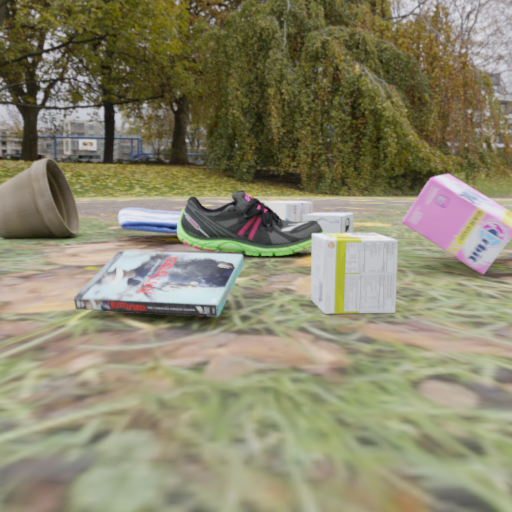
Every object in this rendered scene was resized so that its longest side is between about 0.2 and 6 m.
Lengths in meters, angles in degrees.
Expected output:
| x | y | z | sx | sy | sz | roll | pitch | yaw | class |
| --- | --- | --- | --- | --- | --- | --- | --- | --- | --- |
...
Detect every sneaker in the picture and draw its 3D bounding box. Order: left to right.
| x | y | z | sx | sy | sz | roll | pitch | yaw | class |
| --- | --- | --- | --- | --- | --- | --- | --- | --- | --- |
| -0.074 | -0.624 | 10.574 | 2.799 | 1.172 | 1.074 | 4 | 8 | -5 | sneaker |

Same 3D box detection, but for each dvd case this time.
| x | y | z | sx | sy | sz | roll | pitch | yaw | class |
| --- | --- | --- | --- | --- | --- | --- | --- | --- | --- |
| -0.998 | 0.268 | 6.014 | 1.535 | 0.169 | 1.120 | 1 | 27 | 14 | dvd case |

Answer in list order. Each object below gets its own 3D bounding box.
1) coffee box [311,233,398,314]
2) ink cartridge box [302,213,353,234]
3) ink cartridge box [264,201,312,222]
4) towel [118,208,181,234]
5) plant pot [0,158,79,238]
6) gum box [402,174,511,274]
| x | y | z | sx | sy | sz | roll | pitch | yaw | class |
| --- | --- | --- | --- | --- | --- | --- | --- | --- | --- |
| 1.076 | 0.172 | 6.268 | 0.797 | 0.806 | 0.805 | -1 | 8 | -5 | coffee box |
| 1.836 | -0.790 | 14.310 | 1.021 | 0.580 | 1.401 | 3 | 8 | 21 | ink cartridge box |
| 0.910 | -1.093 | 15.630 | 1.138 | 0.835 | 0.831 | -6 | 10 | -44 | ink cartridge box |
| -2.278 | -0.850 | 13.438 | 2.014 | 0.326 | 2.742 | 3 | 9 | -14 | towel |
| -5.549 | -1.231 | 13.761 | 1.729 | 1.993 | 1.993 | -16 | 8 | -1 | plant pot |
| 3.374 | -0.615 | 9.101 | 1.388 | 0.809 | 2.445 | 36 | 22 | 15 | gum box |
